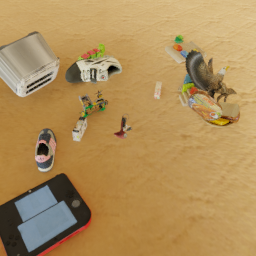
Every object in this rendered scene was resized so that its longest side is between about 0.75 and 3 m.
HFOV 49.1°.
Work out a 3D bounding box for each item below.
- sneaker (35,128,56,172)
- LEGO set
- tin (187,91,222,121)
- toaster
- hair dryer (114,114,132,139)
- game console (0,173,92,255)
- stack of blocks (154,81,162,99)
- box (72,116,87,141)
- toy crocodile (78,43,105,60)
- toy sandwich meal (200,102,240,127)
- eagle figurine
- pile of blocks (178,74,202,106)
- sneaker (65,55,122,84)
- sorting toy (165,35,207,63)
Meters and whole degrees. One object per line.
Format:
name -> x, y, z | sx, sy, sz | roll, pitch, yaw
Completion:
sneaker -> -2.956, 0.577, 10.043 | 0.685, 0.800, 1.951 | -9, 46, -8
LEGO set -> -1.517, -1.059, 11.556 | 1.243, 0.956, 0.720 | -25, 67, -13
tin -> 2.314, -0.666, 8.400 | 1.167, 0.653, 0.244 | 36, 49, -16
toaster -> -4.472, -2.725, 12.303 | 2.984, 1.696, 1.928 | -39, 87, -30
hair dryer -> -0.144, 0.027, 8.263 | 0.220, 0.810, 0.617 | 17, 44, -36
game console -> -2.552, 2.604, 8.360 | 2.485, 0.386, 2.198 | -26, 51, -24
stack of blocks -> 1.355, -1.748, 12.556 | 0.241, 0.473, 0.821 | 8, 46, 7
box -> -1.855, 0.031, 10.798 | 0.261, 0.507, 0.870 | 11, 45, 8
toy crocodile -> -1.914, -3.670, 14.328 | 0.693, 0.633, 2.052 | 32, 54, 27
toy sandwich meal -> 3.737, -0.643, 11.410 | 1.623, 0.556, 1.623 | 0, 46, 0
eagle figurine -> 2.722, -1.633, 9.218 | 1.359, 1.367, 1.801 | -28, 52, -14
pile of blocks -> 2.919, -2.130, 12.661 | 1.132, 0.857, 2.758 | 12, 46, 11
sneaker -> -1.529, -2.637, 13.042 | 2.746, 1.018, 1.215 | -24, 48, -21
sorting toy -> 2.946, -4.398, 15.239 | 1.742, 0.347, 2.357 | -18, 49, -16
